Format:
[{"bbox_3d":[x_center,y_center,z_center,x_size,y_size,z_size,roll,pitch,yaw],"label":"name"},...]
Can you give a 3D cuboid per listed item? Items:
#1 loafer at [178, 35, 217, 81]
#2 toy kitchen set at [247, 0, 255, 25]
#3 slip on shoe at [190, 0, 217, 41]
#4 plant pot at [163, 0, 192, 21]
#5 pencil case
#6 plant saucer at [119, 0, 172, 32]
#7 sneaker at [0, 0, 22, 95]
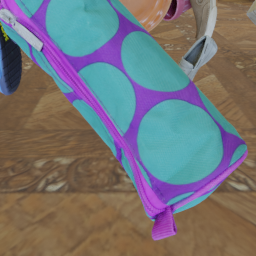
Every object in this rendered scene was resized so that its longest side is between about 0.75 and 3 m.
[{"bbox_3d":[1.003,-1.054,4.774,0.413,1.185,0.414,24,18,-50],"label":"loafer"},{"bbox_3d":[2.416,-1.499,3.740,1.477,1.637,1.335,-55,19,-8],"label":"toy kitchen set"},{"bbox_3d":[2.310,-4.061,8.779,0.869,2.870,1.091,4,21,-3],"label":"slip on shoe"},{"bbox_3d":[1.646,-4.298,9.327,1.080,1.207,1.207,-24,38,-26],"label":"plant pot"},{"bbox_3d":[-0.105,-0.341,2.242,1.010,0.930,2.185,-30,76,-42],"label":"pencil case"},{"bbox_3d":[-0.087,-3.994,8.351,2.832,2.832,0.530,-5,51,-8],"label":"plant saucer"},{"bbox_3d":[-2.661,-1.668,5.137,0.930,2.261,0.836,-6,29,7],"label":"sneaker"}]
